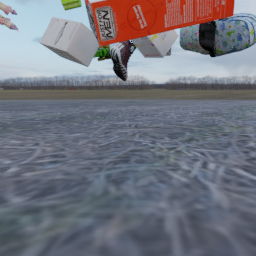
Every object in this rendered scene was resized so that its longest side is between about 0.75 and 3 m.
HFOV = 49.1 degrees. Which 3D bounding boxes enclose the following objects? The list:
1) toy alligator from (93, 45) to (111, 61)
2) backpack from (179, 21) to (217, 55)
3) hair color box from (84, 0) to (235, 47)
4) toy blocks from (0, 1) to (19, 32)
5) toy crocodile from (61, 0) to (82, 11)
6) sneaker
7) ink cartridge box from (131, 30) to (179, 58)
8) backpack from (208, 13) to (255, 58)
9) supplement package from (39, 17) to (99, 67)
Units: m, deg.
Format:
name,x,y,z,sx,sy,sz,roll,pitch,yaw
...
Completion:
name,x,y,z,sx,sy,sz,roll,pitch,yaw
toy alligator,-1.211,-3.358,12.553,0.624,0.682,2.299,6,23,39
backpack,2.144,-2.735,8.492,0.847,1.117,1.338,-2,8,36
hair color box,0.599,-2.690,6.028,2.912,0.892,1.478,-16,37,-6
toy blocks,-3.906,-3.326,8.891,0.868,1.031,0.963,28,15,-30
toy crocodile,-0.778,-2.041,3.377,0.416,1.233,0.381,-14,2,10
sneaker,-0.043,-3.191,12.939,0.887,1.354,2.345,40,-12,18
ink cartridge box,0.886,-3.438,10.291,1.779,1.114,1.144,43,-14,-36
backpack,3.387,-2.998,8.960,1.670,1.362,1.284,0,20,28
supplement package,-1.917,-2.867,9.264,1.782,1.042,1.046,27,-1,40
